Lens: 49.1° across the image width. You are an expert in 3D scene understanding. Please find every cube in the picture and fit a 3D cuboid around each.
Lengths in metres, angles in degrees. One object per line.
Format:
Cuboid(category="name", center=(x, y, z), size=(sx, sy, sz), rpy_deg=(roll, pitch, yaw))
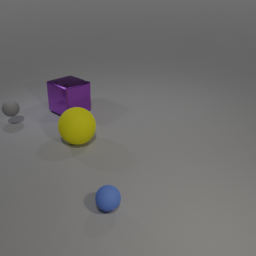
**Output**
Cuboid(category="cube", center=(-2.678, -1.457, 12.793), size=(1.400, 1.400, 1.400), rpy_deg=(22, 33, 33))

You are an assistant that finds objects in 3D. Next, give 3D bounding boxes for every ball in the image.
Cuboid(category="ball", center=(-4.899, -0.820, 11.702), size=(0.700, 0.700, 0.700), rpy_deg=(0, 30, 0))
Cuboid(category="ball", center=(-1.905, -0.078, 10.493), size=(1.400, 1.400, 1.400), rpy_deg=(0, 30, 0))
Cuboid(category="ball", center=(-0.542, 1.904, 7.619), size=(0.700, 0.700, 0.700), rpy_deg=(0, 30, 0))
